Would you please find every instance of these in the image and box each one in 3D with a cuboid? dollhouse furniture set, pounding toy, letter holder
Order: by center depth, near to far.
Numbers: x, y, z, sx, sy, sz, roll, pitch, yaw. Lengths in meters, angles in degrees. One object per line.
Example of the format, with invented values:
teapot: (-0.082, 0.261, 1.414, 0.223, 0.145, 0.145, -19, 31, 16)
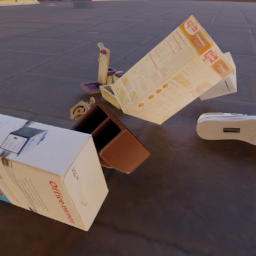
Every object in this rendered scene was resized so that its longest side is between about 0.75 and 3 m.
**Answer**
letter holder: (-0.475, 0.485, 6.293, 1.333, 1.875, 0.943, -44, 62, -1)
pounding toy: (-1.295, -0.509, 8.557, 0.506, 0.882, 0.505, 17, 45, -57)
dollhouse furniture set: (-0.262, -2.069, 10.563, 2.051, 1.837, 2.589, -14, 37, -35)

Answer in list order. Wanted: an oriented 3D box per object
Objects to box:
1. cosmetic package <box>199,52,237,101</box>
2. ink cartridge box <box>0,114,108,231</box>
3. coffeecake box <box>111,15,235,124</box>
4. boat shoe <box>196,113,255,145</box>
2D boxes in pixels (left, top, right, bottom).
cosmetic package: (3.174, -1.861, 10.222, 1.321, 0.812, 1.317, -12, 49, 32)
ink cartridge box: (-1.774, 0.828, 5.463, 2.421, 1.773, 1.039, 11, 46, 21)
coffeecake box: (1.284, -1.402, 7.845, 2.136, 2.782, 1.016, 14, 44, -56)
boat shoe: (3.321, -0.081, 8.229, 2.525, 0.895, 0.882, 2, 31, 18)
